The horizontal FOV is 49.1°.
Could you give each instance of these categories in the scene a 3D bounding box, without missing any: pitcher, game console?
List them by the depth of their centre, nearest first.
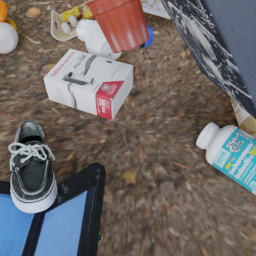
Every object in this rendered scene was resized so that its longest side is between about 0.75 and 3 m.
[{"bbox_3d":[-1.801,1.761,4.256,2.471,1.635,2.810,-33,35,30],"label":"game console"},{"bbox_3d":[-0.651,-2.750,8.713,1.514,1.070,1.764,-9,38,-25],"label":"pitcher"}]

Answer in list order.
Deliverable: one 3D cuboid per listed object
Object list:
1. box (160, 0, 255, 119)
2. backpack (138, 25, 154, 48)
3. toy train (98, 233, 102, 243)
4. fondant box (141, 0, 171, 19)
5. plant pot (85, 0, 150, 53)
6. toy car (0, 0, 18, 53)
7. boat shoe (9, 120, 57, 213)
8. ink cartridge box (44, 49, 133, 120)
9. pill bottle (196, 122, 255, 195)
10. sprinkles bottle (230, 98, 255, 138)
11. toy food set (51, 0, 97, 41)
[{"bbox_3d":[1.804,-1.995,4.807,1.540,2.958,2.694,-36,31,9],"label":"box"},{"bbox_3d":[0.468,-3.056,9.101,0.700,0.678,0.834,-31,56,-26],"label":"backpack"},{"bbox_3d":[-0.981,2.046,5.195,0.990,0.206,0.279,-7,40,-6],"label":"toy train"},{"bbox_3d":[0.988,-4.620,9.779,2.452,0.714,1.769,0,47,-31],"label":"fondant box"},{"bbox_3d":[-0.147,-2.480,6.413,1.291,1.255,1.291,-19,25,9],"label":"plant pot"},{"bbox_3d":[-4.672,-3.188,8.514,2.324,1.742,2.033,-31,58,-23],"label":"toy car"},{"bbox_3d":[-1.895,0.606,5.558,0.866,0.802,2.347,-6,32,-11],"label":"boat shoe"},{"bbox_3d":[-1.005,-1.212,7.474,1.941,0.805,1.425,18,53,13],"label":"ink cartridge box"},{"bbox_3d":[2.346,0.589,5.884,1.766,0.978,0.978,35,59,26],"label":"pill bottle"},{"bbox_3d":[3.004,-0.556,6.948,0.788,0.788,2.311,-1,50,-1],"label":"sprinkles bottle"},{"bbox_3d":[-1.560,-4.057,9.520,2.345,0.708,1.682,-22,50,10],"label":"toy food set"}]
